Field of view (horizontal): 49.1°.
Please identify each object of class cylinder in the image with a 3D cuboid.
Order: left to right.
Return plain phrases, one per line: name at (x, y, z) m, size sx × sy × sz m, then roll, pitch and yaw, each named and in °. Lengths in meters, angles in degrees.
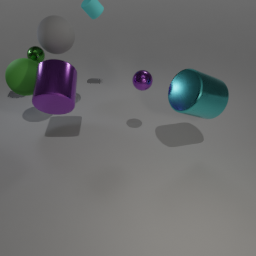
cylinder at (-2.487, -1.381, 9.624) m, size 1.400 × 1.400 × 1.400 m, roll -1°, pitch 64°, yaw -1°
cylinder at (-1.504, -5.101, 11.824) m, size 0.700 × 0.700 × 0.700 m, roll -23°, pitch 48°, yaw 28°
cylinder at (2.262, -1.070, 9.059) m, size 1.400 × 1.400 × 1.400 m, roll 9°, pitch 22°, yaw -36°

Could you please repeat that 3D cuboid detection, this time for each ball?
ball at (-3.890, -1.926, 10.604) m, size 1.400 × 1.400 × 1.400 m, roll 0°, pitch 32°, yaw 0°
ball at (-3.768, -2.987, 11.467) m, size 0.700 × 0.700 × 0.700 m, roll 0°, pitch 32°, yaw 0°
ball at (-2.725, -3.517, 10.611) m, size 1.400 × 1.400 × 1.400 m, roll 0°, pitch 32°, yaw 0°
ball at (0.497, -1.629, 9.592) m, size 0.700 × 0.700 × 0.700 m, roll 0°, pitch 32°, yaw 0°
